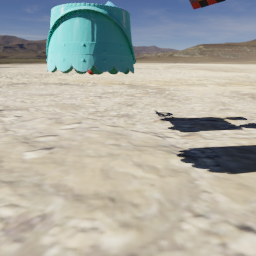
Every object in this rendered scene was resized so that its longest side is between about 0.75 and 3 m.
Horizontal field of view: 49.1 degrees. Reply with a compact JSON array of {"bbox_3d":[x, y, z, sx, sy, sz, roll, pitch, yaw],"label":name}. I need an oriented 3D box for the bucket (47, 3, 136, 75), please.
[{"bbox_3d":[-0.612,-1.402,4.665,1.511,0.983,1.511,0,9,0],"label":"bucket"}]

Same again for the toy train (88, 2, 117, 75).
[{"bbox_3d":[-0.919,-2.514,7.640,1.181,1.615,2.790,42,7,-19],"label":"toy train"}]

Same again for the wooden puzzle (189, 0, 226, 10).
[{"bbox_3d":[2.350,-4.265,8.380,2.268,0.159,1.345,0,-28,40],"label":"wooden puzzle"}]
